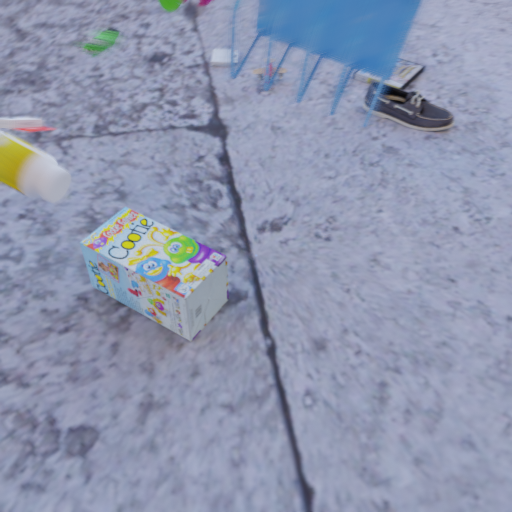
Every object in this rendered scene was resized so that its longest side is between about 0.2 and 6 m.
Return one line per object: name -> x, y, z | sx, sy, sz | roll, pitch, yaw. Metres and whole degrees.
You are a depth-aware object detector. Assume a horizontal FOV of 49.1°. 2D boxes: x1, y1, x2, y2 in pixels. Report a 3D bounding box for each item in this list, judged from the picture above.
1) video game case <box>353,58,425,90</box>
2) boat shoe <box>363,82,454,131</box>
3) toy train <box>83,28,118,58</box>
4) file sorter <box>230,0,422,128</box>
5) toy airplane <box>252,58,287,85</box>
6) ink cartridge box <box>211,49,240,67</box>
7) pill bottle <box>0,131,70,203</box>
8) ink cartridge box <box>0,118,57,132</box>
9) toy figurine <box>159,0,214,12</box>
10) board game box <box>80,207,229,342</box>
video game case -> 3.543, -4.894, 14.887 | 1.364, 0.193, 1.510 | 28, 52, 24
boat shoe -> 3.621, -3.567, 13.261 | 2.206, 0.692, 0.801 | 21, 50, 19
toy train -> -2.894, -4.032, 10.514 | 0.259, 0.350, 1.241 | 35, 28, -14
file sorter -> 0.910, -3.087, 8.070 | 2.315, 1.606, 1.420 | 21, 66, 6
toy airplane -> 0.353, -4.771, 14.556 | 0.716, 0.507, 0.719 | -41, 67, 6
ink cartridge box -> -0.838, -5.459, 15.454 | 0.763, 0.155, 0.762 | 2, 46, 2
pill bottle -> -3.485, -1.311, 8.417 | 1.266, 0.712, 0.712 | 28, 51, 9
ink cartridge box -> -3.890, -2.230, 9.484 | 0.678, 0.172, 0.770 | 9, 17, 15
toy figurine -> -0.989, -4.107, 8.426 | 0.823, 0.894, 0.671 | -15, 3, -41
board game box -> -1.647, 0.260, 9.275 | 2.153, 1.129, 1.109 | 25, 50, 21
